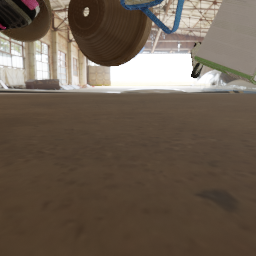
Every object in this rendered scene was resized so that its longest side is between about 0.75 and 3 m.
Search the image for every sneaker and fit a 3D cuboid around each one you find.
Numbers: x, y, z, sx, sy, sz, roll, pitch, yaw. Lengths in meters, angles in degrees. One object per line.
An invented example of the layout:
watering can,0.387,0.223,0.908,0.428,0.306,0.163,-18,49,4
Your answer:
sneaker,2.283,-2.270,9.350,0.604,1.510,0.557,20,-26,8
sneaker,-2.908,-2.037,5.327,2.932,1.283,1.082,10,-21,31

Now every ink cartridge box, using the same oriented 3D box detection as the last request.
ink cartridge box,2.960,-2.530,7.031,0.579,2.414,1.757,11,18,-49

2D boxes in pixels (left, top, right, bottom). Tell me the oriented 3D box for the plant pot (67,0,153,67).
plant pot,-0.766,-3.140,7.871,2.745,2.745,1.267,5,9,32

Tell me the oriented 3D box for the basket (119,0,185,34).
basket,0.390,-2.531,4.599,1.133,1.436,1.629,-28,58,-29

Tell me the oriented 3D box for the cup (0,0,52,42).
cup,-2.935,-3.538,7.944,1.757,1.757,1.256,0,47,3

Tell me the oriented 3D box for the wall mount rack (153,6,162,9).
wall mount rack,0.725,-4.373,9.750,0.482,1.292,1.123,21,56,23
